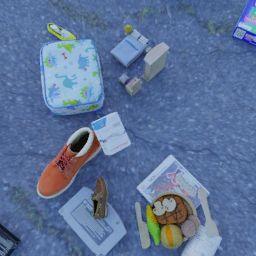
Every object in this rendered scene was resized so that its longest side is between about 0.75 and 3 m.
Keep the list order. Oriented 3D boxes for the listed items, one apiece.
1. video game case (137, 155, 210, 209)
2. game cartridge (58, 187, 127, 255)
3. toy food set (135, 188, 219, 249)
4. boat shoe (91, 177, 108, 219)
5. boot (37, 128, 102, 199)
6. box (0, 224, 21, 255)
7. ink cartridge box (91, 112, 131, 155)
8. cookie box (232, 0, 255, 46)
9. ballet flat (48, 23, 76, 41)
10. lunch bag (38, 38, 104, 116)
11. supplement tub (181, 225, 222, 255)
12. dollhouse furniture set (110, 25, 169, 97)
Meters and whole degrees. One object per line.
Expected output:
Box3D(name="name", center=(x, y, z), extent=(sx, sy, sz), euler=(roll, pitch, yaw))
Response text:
Box3D(name="video game case", center=(1.603, 2.240, 9.998), extent=(1.777, 0.224, 1.951), euler=(-42, 78, -11))
Box3D(name="game cartridge", center=(-1.154, 3.169, 9.652), extent=(1.450, 0.452, 2.178), euler=(-42, 78, -15))
Box3D(name="toy food set", center=(1.430, 2.968, 9.150), extent=(2.588, 0.520, 1.787), euler=(-18, 72, 18))
Box3D(name="boat shoe", center=(-0.961, 2.324, 9.345), extent=(0.470, 0.498, 1.384), euler=(4, 72, -33))
Box3D(name="boot", center=(-2.137, 1.160, 9.613), extent=(1.114, 1.592, 2.970), euler=(40, 81, 9))
Box3D(name="box", center=(-4.472, 3.799, 9.393), extent=(1.342, 0.529, 0.947), euler=(35, 74, 9))
Box3D(name="ink cartridge box", center=(-0.556, 0.188, 9.137), extent=(0.850, 0.490, 1.172), euler=(-27, 97, -22))
Box3D(name="cookie box", center=(5.518, -4.454, 11.636), extent=(1.671, 0.734, 1.953), euler=(26, 75, 9))
Box3D(name="ballet flat", center=(-2.795, -3.972, 11.658), extent=(1.327, 0.445, 0.443), euler=(30, 76, 8))
Box3D(name="lunch bag", center=(-2.146, -1.942, 10.693), extent=(2.293, 1.176, 2.853), euler=(-9, 74, -4))
Box3D(name="supplement tub", center=(2.361, 3.978, 9.153), extent=(0.897, 0.897, 1.360), euler=(32, 76, 9))
Box3D(name="dollhouse furniture set", center=(0.118, -2.873, 10.818), extent=(2.110, 1.458, 2.235), euler=(-44, 78, -11))
